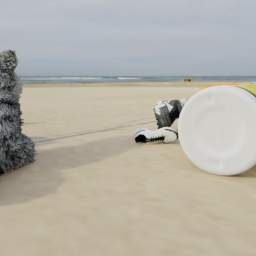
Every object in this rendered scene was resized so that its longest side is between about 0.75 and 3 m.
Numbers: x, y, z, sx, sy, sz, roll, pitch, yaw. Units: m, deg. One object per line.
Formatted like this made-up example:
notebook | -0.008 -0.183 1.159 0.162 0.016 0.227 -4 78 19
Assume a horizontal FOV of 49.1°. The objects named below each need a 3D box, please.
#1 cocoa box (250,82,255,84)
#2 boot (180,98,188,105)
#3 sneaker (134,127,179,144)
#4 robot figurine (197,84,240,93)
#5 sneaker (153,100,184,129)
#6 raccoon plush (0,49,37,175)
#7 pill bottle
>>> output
cocoa box | 5.049 -0.812 8.926 2.014 1.322 1.343 1 10 7
boot | 2.141 -0.779 11.506 0.372 0.483 1.011 -5 -24 -38
sneaker | 0.603 0.217 6.151 1.015 0.374 0.406 -2 23 16
robot figurine | 3.349 -0.948 10.085 2.127 1.240 1.530 -2 13 -6
sneaker | 1.151 -0.421 7.448 0.836 0.614 1.849 -13 15 13
raccoon plush | -2.037 -0.280 4.196 1.383 1.915 2.858 -6 11 -29
pill bottle | 1.979 -0.097 4.891 1.341 1.341 2.346 8 13 37
